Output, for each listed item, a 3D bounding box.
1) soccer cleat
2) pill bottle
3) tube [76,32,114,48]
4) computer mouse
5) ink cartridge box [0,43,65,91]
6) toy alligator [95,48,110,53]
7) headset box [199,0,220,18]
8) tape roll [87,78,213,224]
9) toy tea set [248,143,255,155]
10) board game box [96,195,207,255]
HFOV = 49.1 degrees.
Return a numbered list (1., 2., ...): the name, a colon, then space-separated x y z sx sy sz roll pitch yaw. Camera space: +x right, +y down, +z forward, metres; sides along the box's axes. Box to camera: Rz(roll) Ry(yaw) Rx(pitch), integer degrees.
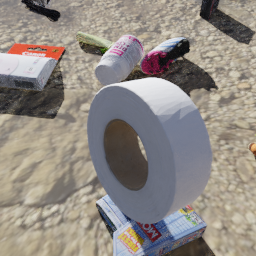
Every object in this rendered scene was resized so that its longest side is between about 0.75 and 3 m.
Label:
1. soccer cleat: 1.299 -2.771 10.810 2.443 0.853 1.055 -31 32 -22
2. pill bottle: -0.296 -2.416 10.140 1.129 1.129 1.992 20 51 17
3. tube: -1.408 -3.668 11.804 1.587 0.412 0.461 18 80 13
4. computer mouse: -2.558 -3.874 8.093 1.232 2.247 0.493 24 83 -12
5. ink cartridge box: -3.965 -2.638 10.669 2.332 0.819 2.870 7 52 6
6. toy alligator: -0.881 -3.158 11.426 0.929 0.223 0.308 1 47 1
7. headset box: 3.973 -6.073 13.505 0.551 1.062 1.428 25 53 21
8. tape roll: 0.214 0.338 4.589 0.792 2.264 2.264 -17 48 -35
9. toy tea set: 4.157 0.360 8.170 1.509 0.559 0.897 -8 78 -11
10. board game box: 0.249 2.125 6.347 2.111 0.651 2.112 -29 54 -25
